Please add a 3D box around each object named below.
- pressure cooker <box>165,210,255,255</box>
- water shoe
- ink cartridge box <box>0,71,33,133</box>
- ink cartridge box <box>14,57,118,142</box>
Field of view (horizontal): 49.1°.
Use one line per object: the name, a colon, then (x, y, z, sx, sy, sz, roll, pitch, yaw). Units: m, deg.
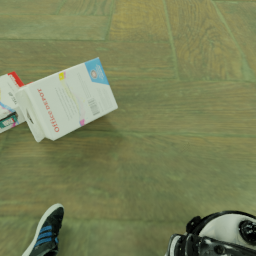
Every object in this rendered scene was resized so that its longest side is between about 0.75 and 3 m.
pressure cooker: (1.481, 2.221, 4.220, 1.767, 2.009, 1.795, -16, 59, -23)
water shoe: (-1.510, 2.214, 5.414, 0.580, 0.526, 1.470, 8, 57, 28)
ink cartridge box: (-3.536, -0.738, 8.039, 2.310, 0.777, 1.342, -31, 64, -25)
ink cartridge box: (-1.725, -0.732, 7.419, 2.253, 1.448, 1.411, -28, 17, -26)
